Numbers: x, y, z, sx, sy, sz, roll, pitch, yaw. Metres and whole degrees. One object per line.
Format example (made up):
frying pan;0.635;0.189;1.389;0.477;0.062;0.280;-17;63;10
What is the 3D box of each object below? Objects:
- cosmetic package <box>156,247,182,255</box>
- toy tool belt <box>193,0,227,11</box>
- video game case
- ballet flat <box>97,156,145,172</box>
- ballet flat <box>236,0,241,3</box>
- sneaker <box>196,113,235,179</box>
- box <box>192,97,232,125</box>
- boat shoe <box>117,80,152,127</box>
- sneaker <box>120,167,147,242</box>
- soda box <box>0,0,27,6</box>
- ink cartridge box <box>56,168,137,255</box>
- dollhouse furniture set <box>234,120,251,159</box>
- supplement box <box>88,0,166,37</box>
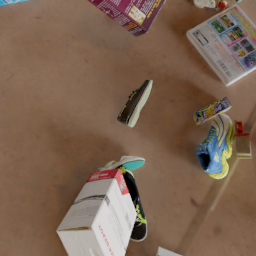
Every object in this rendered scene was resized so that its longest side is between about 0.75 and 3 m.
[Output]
cosmetic package;1.163;5.088;8.168;1.473;1.059;2.610;19;87;9
toy tool belt;3.424;-5.436;11.462;1.392;0.869;0.856;18;78;15
video game case;4.131;-3.365;11.193;2.506;0.326;2.754;-31;76;-8
ballet flat;-0.294;1.304;9.814;1.758;0.610;0.610;-23;76;-5
ballet flat;3.726;-6.038;11.700;2.598;0.964;0.964;31;77;12
sneaker;2.977;0.519;9.581;1.230;0.886;2.341;18;71;-39
box;3.090;-0.626;10.349;1.360;0.476;0.437;-25;76;-7
boat shoe;0.252;-0.888;8.969;0.547;0.648;1.817;21;64;14
sneaker;0.008;2.515;9.094;0.898;1.037;2.505;-16;85;-4
soda box;-4.615;-5.711;11.703;1.808;0.580;0.613;-13;75;-3
ink cartridge box;-0.608;2.198;6.595;0.882;2.128;1.562;-11;110;19
dollhouse furniture set;4.783;0.320;9.211;2.354;2.380;1.226;-3;71;24
supplement box;-0.159;-3.992;8.508;2.250;0.964;1.242;31;86;-24
